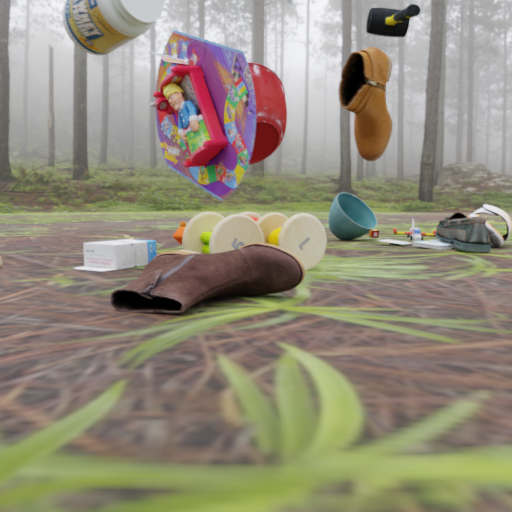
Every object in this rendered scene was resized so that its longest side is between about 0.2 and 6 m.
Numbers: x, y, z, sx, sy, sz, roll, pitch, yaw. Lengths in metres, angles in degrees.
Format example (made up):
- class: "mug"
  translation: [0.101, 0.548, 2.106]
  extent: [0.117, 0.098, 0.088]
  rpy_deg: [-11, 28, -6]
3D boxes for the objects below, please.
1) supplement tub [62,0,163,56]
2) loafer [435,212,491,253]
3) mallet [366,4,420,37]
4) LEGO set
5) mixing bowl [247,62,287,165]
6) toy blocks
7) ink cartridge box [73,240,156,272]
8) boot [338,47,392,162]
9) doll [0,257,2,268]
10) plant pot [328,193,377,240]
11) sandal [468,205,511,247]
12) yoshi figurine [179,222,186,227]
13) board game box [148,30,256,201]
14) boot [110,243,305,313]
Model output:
- class: "supplement tub"
  translation: [-1.875, -3.210, 7.318]
  extent: [1.198, 0.866, 0.866]
  rpy_deg: [-6, 0, 42]
- class: "loafer"
  translation: [4.775, -0.649, 12.832]
  extent: [0.915, 0.801, 2.547]
  rpy_deg: [2, 11, 2]
- class: "mallet"
  translation: [2.079, -3.327, 7.867]
  extent: [0.641, 0.401, 1.947]
  rpy_deg: [4, 18, -6]
- class: "LEGO set"
  translation: [4.042, -0.547, 13.950]
  extent: [1.786, 0.587, 2.391]
  rpy_deg: [-4, 10, -39]
- class: "mixing bowl"
  translation: [-0.258, -3.081, 13.194]
  extent: [2.521, 2.521, 1.365]
  rpy_deg: [-3, 48, -26]
- class: "toy blocks"
  translation: [-0.416, -0.291, 9.549]
  extent: [2.142, 0.933, 2.570]
  rpy_deg: [-3, 6, -31]
- class: "ink cartridge box"
  translation: [-2.358, -0.024, 9.414]
  extent: [0.736, 0.424, 1.271]
  rpy_deg: [3, 7, 29]
- class: "boot"
  translation: [2.380, -3.228, 12.206]
  extent: [0.957, 2.495, 1.937]
  rpy_deg: [18, 23, 23]
- class: "doll"
  translation: [-4.435, 0.128, 8.618]
  extent: [0.793, 0.282, 1.163]
  rpy_deg: [1, 6, 13]
- class: "plant pot"
  translation: [2.521, -0.954, 15.464]
  extent: [1.342, 1.342, 0.904]
  rpy_deg: [-5, -36, -43]
- class: "sandal"
  translation: [5.848, -0.853, 13.936]
  extent: [0.753, 1.006, 2.627]
  rpy_deg: [-43, -8, 16]
- class: "yoshi figurine"
  translation: [-1.441, -0.621, 14.536]
  extent: [1.271, 0.715, 0.712]
  rpy_deg: [4, 23, 17]
- class: "board game box"
  translation: [-1.544, -3.046, 12.171]
  extent: [0.784, 3.181, 4.026]
  rpy_deg: [-12, 33, -36]
- class: "boot"
  translation: [-0.463, 0.335, 6.027]
  extent: [1.773, 0.641, 1.475]
  rpy_deg: [3, 19, 17]
